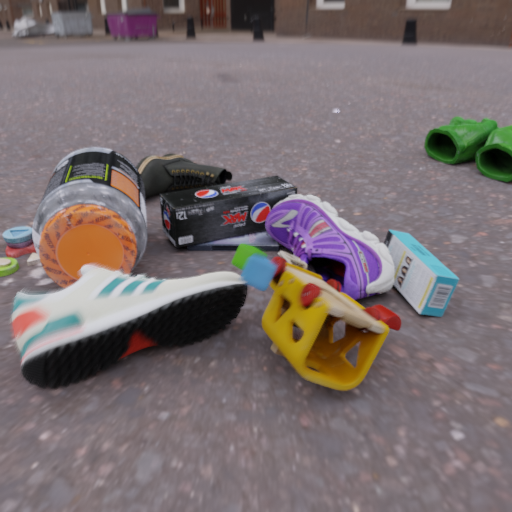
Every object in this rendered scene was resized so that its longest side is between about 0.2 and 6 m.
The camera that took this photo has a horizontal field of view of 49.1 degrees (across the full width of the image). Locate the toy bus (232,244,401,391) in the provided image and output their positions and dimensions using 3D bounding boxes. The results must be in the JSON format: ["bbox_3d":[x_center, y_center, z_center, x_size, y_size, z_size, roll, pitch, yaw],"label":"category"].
[{"bbox_3d":[0.681,0.875,7.699,2.197,1.203,2.329,29,7,21],"label":"toy bus"}]

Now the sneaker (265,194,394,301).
[{"bbox_3d":[1.038,-0.180,9.956,1.273,1.230,3.050,-21,33,-27],"label":"sneaker"}]

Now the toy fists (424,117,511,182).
[{"bbox_3d":[6.606,-3.120,15.814,1.819,1.227,3.568,-14,29,-28],"label":"toy fists"}]

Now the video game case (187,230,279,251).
[{"bbox_3d":[-0.449,-0.436,11.588,1.810,0.172,1.293,-1,27,1],"label":"video game case"}]

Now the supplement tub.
[{"bbox_3d":[-2.942,-0.694,10.150,1.891,1.891,3.087,-5,26,-9],"label":"supplement tub"}]

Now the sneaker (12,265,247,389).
[{"bbox_3d":[-1.776,0.586,7.994,3.338,1.175,1.560,-18,52,-25],"label":"sneaker"}]

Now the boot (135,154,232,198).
[{"bbox_3d":[-1.807,-1.921,13.802,1.723,0.965,2.491,14,30,16],"label":"boot"}]

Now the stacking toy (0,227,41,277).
[{"bbox_3d":[-4.721,-0.171,10.594,1.345,0.568,1.218,-24,35,-38],"label":"stacking toy"}]

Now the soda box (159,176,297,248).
[{"bbox_3d":[-0.542,-0.952,11.464,2.692,0.853,0.953,-12,28,-22],"label":"soda box"}]

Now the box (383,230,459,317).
[{"bbox_3d":[2.666,0.256,9.481,0.438,0.733,1.782,9,24,-17],"label":"box"}]
